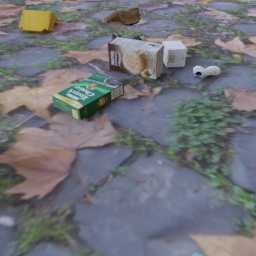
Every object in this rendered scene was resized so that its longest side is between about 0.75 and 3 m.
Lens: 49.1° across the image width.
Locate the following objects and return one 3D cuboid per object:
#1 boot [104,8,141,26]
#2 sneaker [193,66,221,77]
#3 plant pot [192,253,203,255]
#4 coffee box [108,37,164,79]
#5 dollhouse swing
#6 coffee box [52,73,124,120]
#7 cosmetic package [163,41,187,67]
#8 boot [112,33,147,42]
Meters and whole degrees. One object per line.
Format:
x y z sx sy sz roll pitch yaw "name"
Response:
-0.203 -4.276 10.999 1.470 0.555 0.541 -16 6 -8 "boot"
3.220 -2.241 11.475 1.111 0.421 0.511 4 45 17 "sneaker"
1.354 2.772 4.644 0.836 0.836 1.183 -21 37 -25 "plant pot"
0.323 -2.919 11.620 2.159 1.235 0.861 16 42 21 "coffee box"
-5.069 -6.038 16.387 1.753 1.541 1.593 7 80 8 "dollhouse swing"
-1.360 -1.197 9.974 1.403 0.502 2.282 28 46 31 "coffee box"
2.018 -3.284 12.397 0.837 0.842 1.006 -5 38 -6 "cosmetic package"
0.080 -4.315 13.901 1.279 0.622 1.699 -21 46 -23 "boot"
